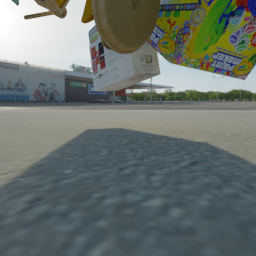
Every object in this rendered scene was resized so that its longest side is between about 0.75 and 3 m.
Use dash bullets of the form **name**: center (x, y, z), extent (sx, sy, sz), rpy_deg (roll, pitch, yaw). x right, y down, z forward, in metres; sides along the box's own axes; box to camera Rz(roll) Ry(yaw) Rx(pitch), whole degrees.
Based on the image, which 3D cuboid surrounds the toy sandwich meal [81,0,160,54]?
- **toy sandwich meal**: center (-0.129, -2.706, 5.830), extent (0.784, 2.290, 2.290), rpy_deg (19, 15, 36)

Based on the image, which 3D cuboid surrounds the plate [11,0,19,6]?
- **plate**: center (-2.626, -3.265, 5.642), extent (0.203, 1.586, 1.586), rpy_deg (-26, 13, -18)

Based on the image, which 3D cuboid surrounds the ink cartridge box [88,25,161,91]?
- **ink cartridge box**: center (-0.267, -2.823, 10.289), extent (1.176, 2.461, 2.804), rpy_deg (-7, 0, -34)

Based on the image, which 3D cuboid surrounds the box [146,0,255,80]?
- **box**: center (2.301, -3.025, 6.937), extent (2.975, 2.865, 1.815), rpy_deg (1, 39, -35)

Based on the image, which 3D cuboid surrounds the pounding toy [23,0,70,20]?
- **pounding toy**: center (-1.945, -3.503, 7.320), extent (0.971, 1.865, 2.123), rpy_deg (29, -3, 17)
